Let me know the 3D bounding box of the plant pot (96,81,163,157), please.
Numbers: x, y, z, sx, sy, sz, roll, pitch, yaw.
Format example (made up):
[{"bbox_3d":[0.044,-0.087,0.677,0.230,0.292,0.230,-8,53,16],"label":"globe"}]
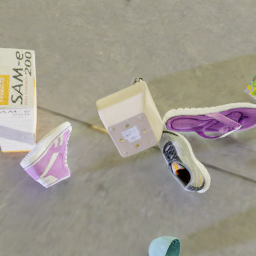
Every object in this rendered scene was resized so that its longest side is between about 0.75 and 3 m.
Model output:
[{"bbox_3d":[0.093,-0.103,7.283,1.462,1.464,1.296,-22,28,9],"label":"plant pot"}]

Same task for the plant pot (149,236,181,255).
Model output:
[{"bbox_3d":[0.796,2.834,6.440,0.527,0.783,0.783,9,53,37],"label":"plant pot"}]

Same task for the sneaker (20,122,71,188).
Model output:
[{"bbox_3d":[-1.974,0.774,7.845,1.227,0.780,2.153,51,35,-17],"label":"sneaker"}]

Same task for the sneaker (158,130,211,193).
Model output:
[{"bbox_3d":[1.348,0.809,7.489,0.821,0.766,2.072,5,40,-42],"label":"sneaker"}]

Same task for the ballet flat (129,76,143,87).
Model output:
[{"bbox_3d":[0.214,-1.227,9.189,0.460,0.460,1.280,14,57,9],"label":"ballet flat"}]

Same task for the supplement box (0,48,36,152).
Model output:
[{"bbox_3d":[-2.897,-0.582,7.308,0.959,2.610,1.645,-1,65,-18],"label":"supplement box"}]

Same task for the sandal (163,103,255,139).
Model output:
[{"bbox_3d":[2.471,-0.057,8.070,2.887,1.175,0.710,-4,52,7],"label":"sandal"}]

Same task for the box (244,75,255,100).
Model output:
[{"bbox_3d":[4.352,-1.282,8.989,0.490,0.774,0.804,-21,57,-43],"label":"box"}]
